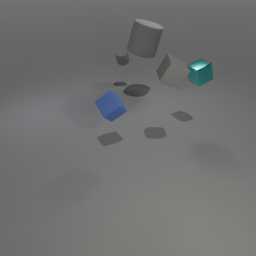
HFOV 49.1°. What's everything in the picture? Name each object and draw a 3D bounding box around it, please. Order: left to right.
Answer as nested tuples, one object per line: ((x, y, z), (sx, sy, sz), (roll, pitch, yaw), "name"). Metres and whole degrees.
((-0.573, -0.740, 9.606), (0.700, 0.700, 0.700), (-34, 69, 11), "cube")
((-0.317, -3.878, 15.216), (0.700, 0.700, 0.700), (-5, 56, 8), "cylinder")
((0.794, -4.202, 13.138), (1.400, 1.400, 1.400), (13, 30, -7), "cylinder")
((1.405, -1.781, 8.809), (0.700, 0.700, 0.700), (19, 35, -20), "cube")
((2.763, -2.136, 10.771), (0.700, 0.700, 0.700), (-27, 36, -11), "cube")
